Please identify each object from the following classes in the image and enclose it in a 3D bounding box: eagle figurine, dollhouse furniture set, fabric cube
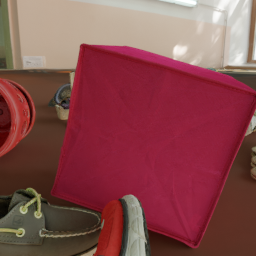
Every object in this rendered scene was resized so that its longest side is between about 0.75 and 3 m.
[{"bbox_3d":[-2.656,-1.493,12.638,1.758,1.334,1.327,-1,34,-25],"label":"eagle figurine"},{"bbox_3d":[-0.942,-1.268,10.016,2.776,1.970,2.199,-10,18,-32],"label":"dollhouse furniture set"},{"bbox_3d":[0.386,0.020,4.249,2.079,2.119,2.112,18,18,6],"label":"fabric cube"}]

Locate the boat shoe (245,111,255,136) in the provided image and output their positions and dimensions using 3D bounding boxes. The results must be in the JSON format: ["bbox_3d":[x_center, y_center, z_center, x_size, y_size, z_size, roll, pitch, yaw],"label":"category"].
[{"bbox_3d":[3.649,-0.307,8.510,0.820,0.896,2.398,-1,13,19],"label":"boat shoe"}]

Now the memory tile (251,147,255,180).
[{"bbox_3d":[3.757,0.830,5.595,2.414,0.203,1.851,6,16,24],"label":"memory tile"}]

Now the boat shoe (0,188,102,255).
[{"bbox_3d":[-1.366,1.090,3.217,2.360,0.705,0.843,5,10,-16],"label":"boat shoe"}]

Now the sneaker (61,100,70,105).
[{"bbox_3d":[-2.527,-1.000,11.691,0.496,0.415,1.092,41,7,-13],"label":"sneaker"}]

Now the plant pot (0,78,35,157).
[{"bbox_3d":[-3.283,-0.281,6.632,1.954,1.954,1.779,0,6,-1],"label":"plant pot"}]

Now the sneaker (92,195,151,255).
[{"bbox_3d":[-0.345,1.356,2.200,1.105,1.002,2.603,-4,15,3],"label":"sneaker"}]

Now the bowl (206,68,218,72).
[{"bbox_3d":[2.986,-1.505,11.955,2.165,1.165,2.165,-28,23,13],"label":"bowl"}]
